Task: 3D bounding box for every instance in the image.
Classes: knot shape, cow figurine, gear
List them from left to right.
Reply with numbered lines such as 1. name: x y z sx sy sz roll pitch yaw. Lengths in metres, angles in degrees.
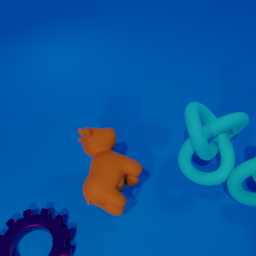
1. gear: -1.991 2.524 5.908 1.630 0.302 1.630 0 50 0
2. cow figurine: -0.581 0.824 6.072 1.719 0.959 1.747 25 54 9
3. knot shape: 1.948 0.444 6.668 2.036 1.906 0.941 8 9 -33
4. knot shape: 3.044 0.955 6.216 0.915 1.853 1.980 43 20 32
